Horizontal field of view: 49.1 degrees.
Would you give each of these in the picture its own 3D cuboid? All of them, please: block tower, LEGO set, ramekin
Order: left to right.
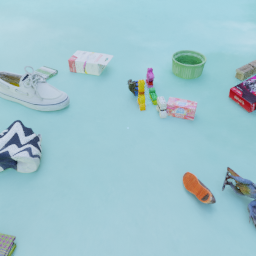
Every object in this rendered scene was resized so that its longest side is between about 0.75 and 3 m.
[{"bbox_3d":[0.625,-1.344,9.445,0.867,0.933,2.273,-8,41,-8],"label":"LEGO set"},{"bbox_3d":[2.350,-2.476,10.970,1.328,0.649,1.328,0,41,0],"label":"ramekin"},{"bbox_3d":[4.756,-2.277,10.952,1.398,0.404,0.377,-25,47,-28],"label":"block tower"}]

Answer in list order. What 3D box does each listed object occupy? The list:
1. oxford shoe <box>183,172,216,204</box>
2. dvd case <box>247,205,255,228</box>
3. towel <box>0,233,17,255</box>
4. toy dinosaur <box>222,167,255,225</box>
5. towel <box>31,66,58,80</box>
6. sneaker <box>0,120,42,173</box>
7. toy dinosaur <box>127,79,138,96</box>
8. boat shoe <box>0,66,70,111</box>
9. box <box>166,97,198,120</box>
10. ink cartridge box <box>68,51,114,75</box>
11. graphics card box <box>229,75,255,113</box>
[{"bbox_3d":[1.684,1.450,6.706,0.388,0.380,1.065,30,14,-34],"label":"oxford shoe"},{"bbox_3d":[3.483,2.373,5.708,1.425,0.153,1.916,-1,40,-2],"label":"dvd case"},{"bbox_3d":[-3.261,2.880,5.091,1.609,0.255,2.240,8,41,10],"label":"towel"},{"bbox_3d":[2.860,1.347,6.289,1.341,0.776,1.477,14,38,19],"label":"toy dinosaur"},{"bbox_3d":[-3.366,-2.052,10.896,0.818,0.168,1.096,21,47,26],"label":"towel"},{"bbox_3d":[-3.336,0.398,7.489,2.177,0.869,1.417,0,40,0],"label":"sneaker"},{"bbox_3d":[0.176,-1.417,9.556,0.440,0.860,0.331,7,68,3],"label":"toy dinosaur"},{"bbox_3d":[-3.267,-1.455,9.372,2.790,1.189,1.031,17,44,18],"label":"boat shoe"},{"bbox_3d":[1.712,-0.627,8.972,0.920,0.472,0.436,13,42,14],"label":"box"},{"bbox_3d":[-1.444,-2.584,11.181,1.605,0.542,0.935,10,42,14],"label":"ink cartridge box"},{"bbox_3d":[4.451,-1.282,9.515,1.683,0.428,1.056,-26,46,-10],"label":"graphics card box"}]
